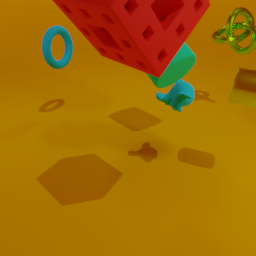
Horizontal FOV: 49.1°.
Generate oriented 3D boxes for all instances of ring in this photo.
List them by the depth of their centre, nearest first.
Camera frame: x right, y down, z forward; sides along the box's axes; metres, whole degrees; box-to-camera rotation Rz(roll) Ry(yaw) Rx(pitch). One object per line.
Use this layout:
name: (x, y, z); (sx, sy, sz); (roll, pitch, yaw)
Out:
ring: (-2.078, -2.388, 8.341); (0.251, 1.256, 1.256); (12, 30, 25)

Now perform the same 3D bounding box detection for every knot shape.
knot shape: (3.527, -3.145, 8.926); (1.471, 1.377, 0.680); (22, -2, 21)

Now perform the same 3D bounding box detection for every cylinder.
cylinder: (2.399, -0.751, 5.415); (0.710, 0.710, 0.710); (17, 32, 19)
cylinder: (0.913, -1.914, 7.357); (1.259, 1.259, 1.259); (-21, 69, -34)

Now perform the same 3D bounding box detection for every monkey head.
monkey head: (0.991, -0.708, 5.779); (0.719, 0.602, 1.000); (23, 26, -9)

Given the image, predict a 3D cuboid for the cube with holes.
cube with holes: (0.052, -1.540, 3.370); (1.152, 1.152, 1.152); (31, 83, 39)
